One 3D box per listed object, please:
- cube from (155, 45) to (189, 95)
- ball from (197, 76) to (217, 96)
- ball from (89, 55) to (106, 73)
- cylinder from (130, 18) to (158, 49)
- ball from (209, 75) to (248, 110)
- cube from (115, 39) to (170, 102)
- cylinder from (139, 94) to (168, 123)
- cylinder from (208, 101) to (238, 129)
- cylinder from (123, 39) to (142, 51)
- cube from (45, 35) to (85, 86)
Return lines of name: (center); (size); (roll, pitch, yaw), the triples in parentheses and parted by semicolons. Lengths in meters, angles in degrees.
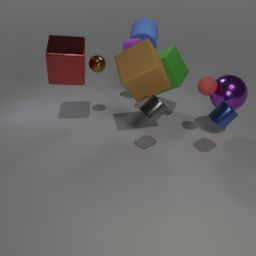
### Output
cube: (1.581, -2.495, 12.191); (1.400, 1.400, 1.400); (-17, 26, 38)
ball: (2.902, -1.532, 10.251); (0.700, 0.700, 0.700); (0, 31, 0)
ball: (-1.253, -2.620, 11.457); (0.700, 0.700, 0.700); (0, 31, 0)
cylinder: (0.817, -4.685, 14.483); (1.400, 1.400, 1.400); (4, 51, 7)
ball: (3.842, -1.333, 10.756); (1.400, 1.400, 1.400); (0, 31, 0)
cube: (0.532, -2.060, 10.227); (1.400, 1.400, 1.400); (-23, 58, 16)
cylinder: (0.857, -0.643, 9.404); (0.700, 0.700, 0.700); (-45, 36, 7)
cylinder: (3.190, -0.435, 9.408); (0.700, 0.700, 0.700); (36, 21, -16)
cylinder: (0.241, -3.612, 12.505); (0.700, 0.700, 0.700); (13, 32, 38)
cube: (-2.402, -2.654, 11.024); (1.400, 1.400, 1.400); (1, 46, -9)
